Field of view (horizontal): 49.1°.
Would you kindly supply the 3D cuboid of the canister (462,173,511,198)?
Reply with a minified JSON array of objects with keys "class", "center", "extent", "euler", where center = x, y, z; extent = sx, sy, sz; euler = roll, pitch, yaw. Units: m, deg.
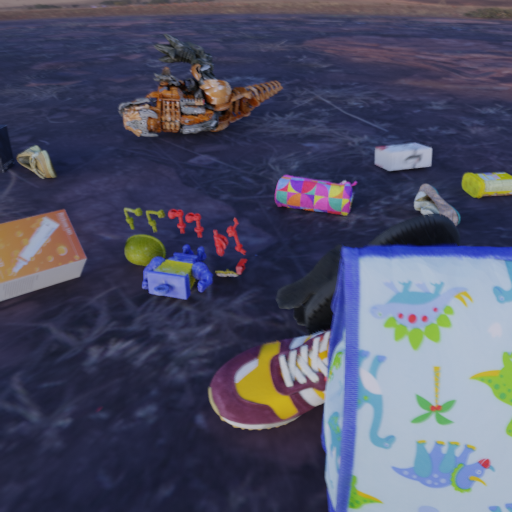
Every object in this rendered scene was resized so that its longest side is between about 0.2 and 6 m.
[{"class":"canister","center":[5.077,-1.550,12.164],"extent":[0.932,0.403,0.692],"euler":[-4,29,-9]}]

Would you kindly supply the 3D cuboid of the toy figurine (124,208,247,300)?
[{"class":"toy figurine","center":[-1.367,0.088,8.549],"extent":[2.174,1.147,1.303],"euler":[9,35,16]}]

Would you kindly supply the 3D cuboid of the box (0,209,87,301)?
[{"class":"box","center":[-3.531,0.004,8.570],"extent":[1.505,0.734,0.936],"euler":[-20,75,-34]}]

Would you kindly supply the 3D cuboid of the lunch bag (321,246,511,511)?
[{"class":"lunch bag","center":[1.797,1.160,4.810],"extent":[2.360,2.776,1.769],"euler":[0,29,2]}]

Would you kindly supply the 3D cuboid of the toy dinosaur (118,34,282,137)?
[{"class":"toy dinosaur","center":[-1.602,-4.453,16.299],"extent":[4.805,2.455,3.261],"euler":[2,38,-37]}]

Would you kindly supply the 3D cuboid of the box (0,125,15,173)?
[{"class":"box","center":[-6.465,-2.582,13.372],"extent":[1.031,1.022,0.635],"euler":[4,30,5]}]

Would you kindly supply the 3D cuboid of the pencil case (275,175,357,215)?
[{"class":"pencil case","center":[1.197,-1.243,11.328],"extent":[1.605,0.709,0.709],"euler":[7,30,13]}]

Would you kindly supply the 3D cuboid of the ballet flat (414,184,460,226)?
[{"class":"ballet flat","center":[3.451,-1.009,11.109],"extent":[0.512,0.518,1.522],"euler":[-13,29,-6]}]

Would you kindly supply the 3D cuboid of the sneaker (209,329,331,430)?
[{"class":"sneaker","center":[0.772,1.155,6.212],"extent":[2.620,1.181,0.982],"euler":[-10,58,-18]}]

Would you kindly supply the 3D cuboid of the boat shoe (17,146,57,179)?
[{"class":"boat shoe","center":[-5.119,-2.146,13.048],"extent":[0.557,0.646,1.770],"euler":[-26,36,-23]}]

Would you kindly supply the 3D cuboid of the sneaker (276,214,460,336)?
[{"class":"sneaker","center":[1.297,0.178,7.152],"extent":[0.777,2.586,1.349],"euler":[43,22,-15]}]

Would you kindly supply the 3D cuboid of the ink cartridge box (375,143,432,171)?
[{"class":"ink cartridge box","center":[3.550,-2.403,13.541],"extent":[1.103,0.457,0.810],"euler":[-8,22,-14]}]
